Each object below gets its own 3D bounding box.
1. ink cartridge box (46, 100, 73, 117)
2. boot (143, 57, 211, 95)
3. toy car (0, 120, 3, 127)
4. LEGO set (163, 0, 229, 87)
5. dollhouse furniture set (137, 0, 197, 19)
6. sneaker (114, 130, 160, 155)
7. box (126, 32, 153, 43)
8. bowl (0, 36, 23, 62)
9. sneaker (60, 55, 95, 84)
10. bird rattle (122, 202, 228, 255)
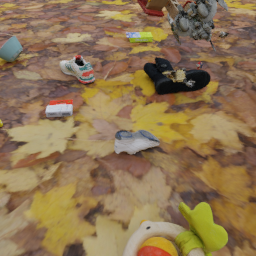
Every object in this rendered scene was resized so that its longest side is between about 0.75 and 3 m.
[{"bbox_3d":[-2.387,-0.778,9.853,0.854,0.252,1.066,-4,39,-5],"label":"ink cartridge box"},{"bbox_3d":[1.902,-2.246,11.274,2.277,0.870,1.914,-12,42,-5],"label":"boot"},{"bbox_3d":[-5.255,0.089,8.397,2.109,0.500,2.242,12,38,10],"label":"toy car"},{"bbox_3d":[1.498,-2.186,6.579,1.593,2.453,0.695,12,14,35],"label":"LEGO set"},{"bbox_3d":[1.688,-4.527,9.207,2.855,1.537,1.161,-9,65,-40],"label":"dollhouse furniture set"},{"bbox_3d":[0.235,0.427,8.029,1.486,0.647,0.554,3,30,-28],"label":"sneaker"},{"bbox_3d":[0.612,-4.998,15.412,1.402,0.334,0.855,-3,37,-4],"label":"box"},{"bbox_3d":[-5.375,-3.551,12.932,0.667,1.275,1.275,42,35,-17],"label":"bowl"},{"bbox_3d":[-2.158,-2.658,11.734,0.752,0.998,2.136,-29,46,-32],"label":"sneaker"},{"bbox_3d":[0.806,2.556,5.047,1.913,1.322,2.346,5,49,26],"label":"bird rattle"}]
